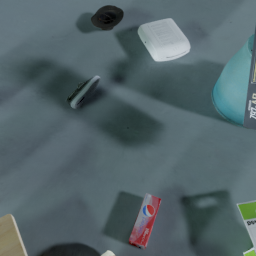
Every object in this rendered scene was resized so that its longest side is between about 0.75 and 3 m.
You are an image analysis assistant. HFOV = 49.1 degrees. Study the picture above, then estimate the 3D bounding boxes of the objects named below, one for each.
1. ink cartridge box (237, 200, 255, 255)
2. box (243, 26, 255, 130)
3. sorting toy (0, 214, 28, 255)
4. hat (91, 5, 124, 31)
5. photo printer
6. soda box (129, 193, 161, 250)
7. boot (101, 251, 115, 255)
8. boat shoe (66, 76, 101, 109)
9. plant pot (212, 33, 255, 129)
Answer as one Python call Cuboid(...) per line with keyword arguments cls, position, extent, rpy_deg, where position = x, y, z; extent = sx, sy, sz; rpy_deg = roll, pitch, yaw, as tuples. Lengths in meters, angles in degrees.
Cuboid(cls="ink cartridge box", position=(3.166, 2.474, 5.943), extent=(1.337, 0.685, 1.810), rpy_deg=(-8, 56, -5))
Cuboid(cls="box", position=(3.481, -1.041, 5.415), extent=(0.572, 2.627, 2.105), rpy_deg=(-18, 25, -37))
Cuboid(cls="sorting toy", position=(-2.862, 3.058, 5.569), extent=(1.884, 0.656, 1.873), rpy_deg=(-26, 60, -16))
Cuboid(cls="hat", position=(-0.704, -3.896, 10.228), extent=(1.232, 0.497, 1.232), rpy_deg=(-4, 59, 7))
Cuboid(cls="photo printer", position=(1.254, -2.973, 9.563), extent=(1.353, 0.565, 1.627), rpy_deg=(-19, 59, -13))
Cuboid(cls="soda box", position=(0.393, 2.109, 6.366), extent=(0.401, 0.363, 1.146), rpy_deg=(18, 58, 11))
Cuboid(cls="boot", position=(-0.761, 3.631, 5.093), extent=(1.472, 1.030, 2.746), rpy_deg=(31, 57, 27))
Cuboid(cls="boat shoe", position=(-1.359, -1.172, 8.439), extent=(0.467, 0.474, 1.316), rpy_deg=(33, 65, 15))
Cuboid(cls="plant pot", position=(3.626, -1.416, 7.674), extent=(2.167, 2.036, 2.167), rpy_deg=(0, 56, 0))
